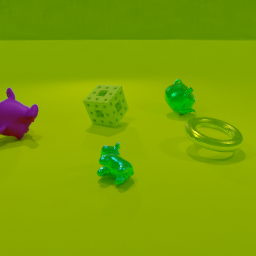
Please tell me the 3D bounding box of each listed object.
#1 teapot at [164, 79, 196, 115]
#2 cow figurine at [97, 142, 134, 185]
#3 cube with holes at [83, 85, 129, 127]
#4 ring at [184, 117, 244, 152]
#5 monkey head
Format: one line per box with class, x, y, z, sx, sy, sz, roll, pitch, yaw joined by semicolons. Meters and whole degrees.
teapot;1.978;-1.094;10.213;1.214;0.956;1.953;28;37;-35
cow figurine;-0.245;0.746;6.070;1.017;0.558;1.001;23;24;26
cube with holes;-0.697;-0.740;9.118;0.942;0.942;0.942;8;44;29
ring;2.211;0.143;7.254;1.517;0.303;1.517;6;28;-3
monkey head;-3.177;-0.367;7.845;1.072;1.779;1.280;25;-38;-32
